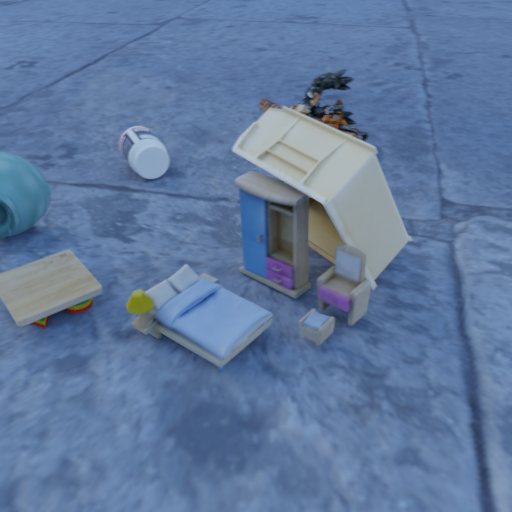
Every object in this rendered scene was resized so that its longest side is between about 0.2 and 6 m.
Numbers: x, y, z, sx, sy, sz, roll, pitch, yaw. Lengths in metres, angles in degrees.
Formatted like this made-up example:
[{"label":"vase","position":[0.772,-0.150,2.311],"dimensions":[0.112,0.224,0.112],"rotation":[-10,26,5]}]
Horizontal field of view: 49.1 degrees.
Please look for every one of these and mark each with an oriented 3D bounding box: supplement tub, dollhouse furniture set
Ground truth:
[{"label":"supplement tub","position":[-2.404,-2.222,12.041],"dimensions":[0.833,0.833,1.187],"rotation":[-15,37,-21]},{"label":"dollhouse furniture set","position":[-0.147,0.303,7.565],"dimensions":[2.428,1.678,2.571],"rotation":[24,43,35]}]

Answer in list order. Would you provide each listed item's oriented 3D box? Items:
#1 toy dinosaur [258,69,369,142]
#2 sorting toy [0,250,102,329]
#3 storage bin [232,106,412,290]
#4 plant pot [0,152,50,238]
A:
[{"label":"toy dinosaur","position":[1.348,-3.346,13.294],"dimensions":[3.031,1.548,2.057],"rotation":[38,63,14]},{"label":"sorting toy","position":[-3.109,0.563,8.384],"dimensions":[1.248,0.434,1.240],"rotation":[-24,42,-30]},{"label":"storage bin","position":[1.023,-0.947,8.737],"dimensions":[1.079,2.303,2.286],"rotation":[-47,48,-6]},{"label":"plant pot","position":[-4.404,-0.902,9.590],"dimensions":[1.463,1.463,0.980],"rotation":[-1,35,-1]}]
